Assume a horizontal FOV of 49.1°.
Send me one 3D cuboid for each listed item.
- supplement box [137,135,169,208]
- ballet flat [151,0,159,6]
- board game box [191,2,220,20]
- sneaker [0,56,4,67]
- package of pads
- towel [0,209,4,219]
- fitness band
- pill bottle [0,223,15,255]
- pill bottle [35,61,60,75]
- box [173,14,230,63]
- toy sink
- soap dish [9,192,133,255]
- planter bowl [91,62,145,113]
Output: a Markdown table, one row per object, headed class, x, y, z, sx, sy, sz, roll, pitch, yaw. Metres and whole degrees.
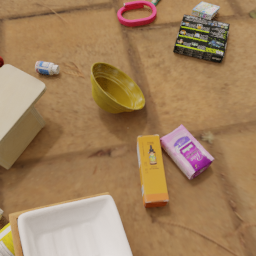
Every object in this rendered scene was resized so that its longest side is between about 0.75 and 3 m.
| class | x | y | z | sx | sy | sz | roll | pitch | yaw |
| --- | --- | --- | --- | --- | --- | --- | --- | --- | --- |
| supplement box | 0.747 | 1.342 | 8.930 | 0.737 | 0.762 | 2.216 | -4 | 63 | -3 |
| ballet flat | 1.308 | -6.015 | 13.123 | 0.273 | 0.285 | 0.810 | 30 | 66 | 12 |
| board game box | 3.473 | -5.234 | 12.473 | 0.894 | 0.228 | 1.330 | 25 | 46 | 17 |
| sneaker | -6.294 | -2.478 | 10.833 | 2.619 | 1.026 | 1.513 | -29 | 67 | -16 |
| package of pads | 1.905 | 0.783 | 9.283 | 1.001 | 0.629 | 1.662 | -33 | 67 | -13 |
| towel | -4.864 | 2.413 | 8.175 | 2.381 | 0.411 | 1.578 | 32 | 93 | 14 |
| fitness band | 0.406 | -5.186 | 12.659 | 1.786 | 0.334 | 1.282 | -13 | 63 | -5 |
| pill bottle | -3.303 | 3.289 | 7.714 | 1.819 | 1.012 | 1.012 | -39 | 68 | -19 |
| pill bottle | -3.171 | -2.351 | 11.052 | 0.850 | 0.477 | 0.477 | 11 | 62 | 5 |
| box | 3.129 | -3.811 | 11.838 | 2.064 | 0.490 | 1.993 | 15 | 64 | 7 |
| toy sink | -4.023 | -0.373 | 9.375 | 1.840 | 1.581 | 2.822 | 28 | 70 | 14 |
| soap dish | -1.440 | 3.044 | 7.234 | 2.845 | 1.156 | 2.238 | -4 | 59 | -34 |
| planter bowl | -0.570 | -1.212 | 9.927 | 2.274 | 0.947 | 2.274 | 30 | 33 | -22 |
